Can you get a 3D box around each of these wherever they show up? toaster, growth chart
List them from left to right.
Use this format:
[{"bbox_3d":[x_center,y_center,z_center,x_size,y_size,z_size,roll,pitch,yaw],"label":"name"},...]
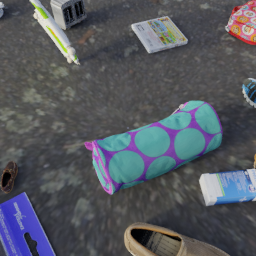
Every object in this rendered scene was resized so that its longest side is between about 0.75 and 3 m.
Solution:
[{"bbox_3d":[-1.918,-2.484,7.395,0.244,1.989,2.748,-38,16,-4],"label":"growth chart"},{"bbox_3d":[-2.075,-4.173,9.801,0.679,1.144,1.034,35,60,28],"label":"toaster"}]

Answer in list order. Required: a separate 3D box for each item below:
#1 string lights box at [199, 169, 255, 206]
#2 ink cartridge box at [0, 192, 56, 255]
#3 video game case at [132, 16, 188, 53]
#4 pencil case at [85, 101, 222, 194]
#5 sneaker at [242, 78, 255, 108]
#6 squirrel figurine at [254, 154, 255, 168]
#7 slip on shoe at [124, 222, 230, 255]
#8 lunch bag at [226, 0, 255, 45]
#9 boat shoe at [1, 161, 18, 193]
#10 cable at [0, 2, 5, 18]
[{"bbox_3d":[2.304,1.318,6.251,1.235,0.364,0.635,-4,54,-3],"label":"string lights box"},{"bbox_3d":[-2.684,2.659,5.180,2.485,0.539,2.461,-29,58,-21],"label":"ink cartridge box"},{"bbox_3d":[1.073,-3.268,9.728,1.429,0.180,1.571,-17,55,-12],"label":"video game case"},{"bbox_3d":[0.607,0.376,6.405,2.901,1.235,1.341,-21,65,-15],"label":"pencil case"},{"bbox_3d":[3.986,-0.792,7.706,0.765,0.662,1.766,-34,69,-29],"label":"sneaker"},{"bbox_3d":[3.463,0.992,6.313,1.267,0.897,1.183,5,36,-23],"label":"squirrel figurine"},{"bbox_3d":[1.008,2.371,5.226,2.291,0.694,0.871,21,61,16],"label":"slip on shoe"},{"bbox_3d":[4.311,-3.762,9.737,1.775,0.727,1.564,-38,62,-24],"label":"lunch bag"},{"bbox_3d":[-2.754,1.087,6.480,0.283,0.282,0.803,-7,53,-3],"label":"boat shoe"},{"bbox_3d":[-5.219,-4.349,10.396,1.083,0.375,1.083,31,61,21],"label":"cable"}]
